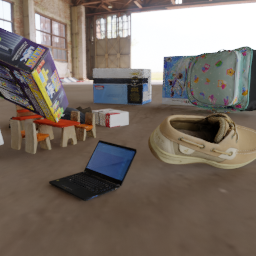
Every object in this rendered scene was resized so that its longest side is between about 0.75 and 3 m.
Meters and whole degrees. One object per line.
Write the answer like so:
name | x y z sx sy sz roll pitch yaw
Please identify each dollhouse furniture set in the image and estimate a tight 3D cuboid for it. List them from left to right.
dollhouse furniture set | -1.932 -0.159 6.593 1.796 0.935 1.815 8 13 36

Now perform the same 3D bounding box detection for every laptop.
laptop | -0.498 0.557 4.021 0.861 0.502 0.971 10 14 43

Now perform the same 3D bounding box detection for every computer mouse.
computer mouse | -2.424 -0.332 8.597 2.324 0.535 1.632 0 10 3

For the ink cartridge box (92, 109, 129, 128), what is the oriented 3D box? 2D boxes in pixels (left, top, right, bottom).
ink cartridge box | -0.578 -0.331 8.862 0.747 0.422 1.018 -10 15 -40

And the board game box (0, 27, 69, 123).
board game box | -2.115 -1.015 5.291 1.679 0.576 2.031 23 -20 5

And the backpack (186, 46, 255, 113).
backpack | 3.747 -1.918 11.465 2.280 2.614 2.974 -3 6 -34

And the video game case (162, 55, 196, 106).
video game case | 2.853 -2.388 14.133 2.263 2.497 0.567 7 13 33

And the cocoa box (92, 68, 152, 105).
cocoa box | -0.274 -2.300 15.332 2.850 1.870 1.901 4 11 18

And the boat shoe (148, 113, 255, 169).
boat shoe | 1.433 0.172 4.506 2.183 0.704 0.778 0 51 -24

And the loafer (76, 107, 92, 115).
loafer | -1.875 -0.645 10.667 1.040 0.371 0.380 -5 12 -26

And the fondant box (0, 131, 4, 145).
fondant box | -3.492 0.074 5.585 1.525 0.616 2.113 -19 20 -28
